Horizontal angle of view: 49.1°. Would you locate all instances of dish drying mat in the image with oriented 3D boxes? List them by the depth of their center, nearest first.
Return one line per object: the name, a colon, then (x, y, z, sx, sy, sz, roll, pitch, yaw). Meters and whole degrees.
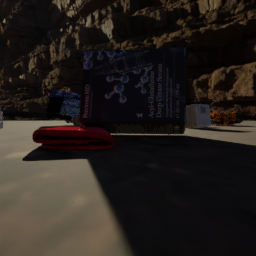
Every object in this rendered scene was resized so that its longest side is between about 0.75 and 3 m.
dish drying mat: (-0.724, 0.099, 3.998, 0.882, 0.209, 2.296, 0, 1, -9)

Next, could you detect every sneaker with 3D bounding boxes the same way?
sneaker: (-1.545, -0.233, 8.725, 0.868, 0.457, 1.201, 14, -1, 32)

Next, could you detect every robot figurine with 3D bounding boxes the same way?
robot figurine: (4.626, -0.470, 13.780, 1.690, 0.678, 2.330, -1, 2, 8)

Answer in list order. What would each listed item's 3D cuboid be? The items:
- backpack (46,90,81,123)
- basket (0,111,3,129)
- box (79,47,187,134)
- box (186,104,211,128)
backpack: (-2.607, -0.939, 13.813, 2.192, 1.475, 2.001, 9, -4, 27)
basket: (-4.407, -0.244, 8.696, 0.522, 0.574, 0.846, -1, 1, 35)
box: (0.143, -0.659, 5.420, 1.910, 1.418, 1.023, -1, -13, 9)
box: (2.344, -0.390, 9.412, 0.756, 0.760, 0.497, -2, -4, -39)
